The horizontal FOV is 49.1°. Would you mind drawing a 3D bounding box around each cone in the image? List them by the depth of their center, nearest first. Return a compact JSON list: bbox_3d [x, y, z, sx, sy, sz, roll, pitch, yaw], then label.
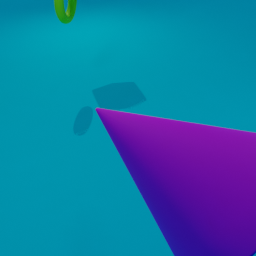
[{"bbox_3d":[0.357,0.287,2.881,1.671,1.665,1.665,35,42,-9],"label":"cone"}]

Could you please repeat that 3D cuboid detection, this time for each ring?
[{"bbox_3d":[-1.480,-3.082,6.698,0.225,1.123,1.123,9,41,6],"label":"ring"}]
